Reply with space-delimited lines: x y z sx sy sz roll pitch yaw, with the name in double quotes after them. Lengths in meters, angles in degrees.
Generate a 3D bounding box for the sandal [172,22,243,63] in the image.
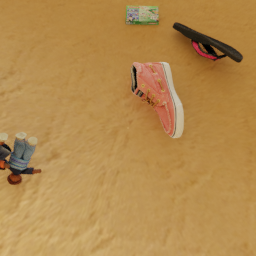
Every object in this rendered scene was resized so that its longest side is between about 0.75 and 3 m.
2.546 -2.707 9.255 1.043 0.626 2.776 -7 39 -47 "sandal"

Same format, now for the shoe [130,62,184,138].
0.765 -0.853 8.102 1.154 0.906 2.536 -1 63 -16 "shoe"

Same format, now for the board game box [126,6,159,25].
0.525 -4.163 10.334 1.206 0.176 0.811 2 62 1 "board game box"

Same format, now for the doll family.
-3.473 0.554 6.981 2.679 1.548 1.051 29 22 5 "doll family"
